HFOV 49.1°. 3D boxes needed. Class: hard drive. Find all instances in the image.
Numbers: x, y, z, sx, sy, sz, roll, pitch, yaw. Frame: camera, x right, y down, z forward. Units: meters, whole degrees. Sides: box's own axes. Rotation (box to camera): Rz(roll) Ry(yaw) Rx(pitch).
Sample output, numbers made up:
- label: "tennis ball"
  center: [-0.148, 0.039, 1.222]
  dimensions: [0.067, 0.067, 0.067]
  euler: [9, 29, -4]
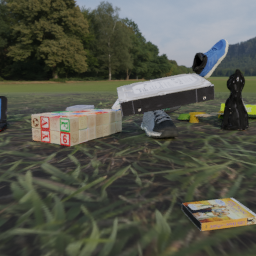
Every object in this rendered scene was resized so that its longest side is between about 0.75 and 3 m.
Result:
- label: "hard drive"
  center: [0.798, -0.850, 6.676]
  dimensions: [2.091, 0.396, 1.461]
  euler: [-11, 22, 1]

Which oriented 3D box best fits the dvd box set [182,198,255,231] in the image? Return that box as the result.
- label: "dvd box set"
  center: [1.221, 1.150, 3.789]
  dimensions: [0.811, 0.119, 0.593]
  euler: [-2, 11, -12]

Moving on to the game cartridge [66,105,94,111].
- label: "game cartridge"
  center: [-2.769, -1.145, 16.847]
  dimensions: [1.243, 0.382, 1.867]
  euler: [-1, 9, 14]

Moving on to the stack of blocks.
- label: "stack of blocks"
  center: [-1.587, -0.136, 9.350]
  dimensions: [1.582, 0.805, 2.747]
  euler: [6, 11, 31]

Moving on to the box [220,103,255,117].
- label: "box"
  center: [5.928, -0.842, 13.867]
  dimensions: [2.253, 0.537, 1.374]
  euler: [8, 2, 43]

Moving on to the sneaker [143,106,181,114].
- label: "sneaker"
  center: [1.837, -1.073, 15.585]
  dimensions: [2.285, 0.850, 1.000]
  euler: [-7, 21, 14]

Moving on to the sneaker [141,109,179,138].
- label: "sneaker"
  center: [0.980, -0.513, 9.624]
  dimensions: [0.951, 1.464, 2.536]
  euler: [-3, 9, -15]

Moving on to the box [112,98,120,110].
- label: "box"
  center: [-0.237, -1.672, 17.361]
  dimensions: [1.244, 0.313, 1.724]
  euler: [-23, 19, 20]

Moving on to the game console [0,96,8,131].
- label: "game console"
  center: [-5.728, -0.538, 10.476]
  dimensions: [2.089, 1.240, 1.801]
  euler: [-3, 10, -14]

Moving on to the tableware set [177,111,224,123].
- label: "tableware set"
  center: [3.774, -0.516, 13.090]
  dimensions: [2.771, 0.425, 1.867]
  euler: [-8, 9, -33]

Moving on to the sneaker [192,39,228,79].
- label: "sneaker"
  center: [2.386, -2.140, 8.265]
  dimensions: [0.715, 1.285, 0.493]
  euler: [21, 20, -37]

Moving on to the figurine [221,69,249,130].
- label: "figurine"
  center: [4.363, -1.181, 11.252]
  dimensions: [0.992, 2.248, 2.304]
  euler: [4, 10, 22]
